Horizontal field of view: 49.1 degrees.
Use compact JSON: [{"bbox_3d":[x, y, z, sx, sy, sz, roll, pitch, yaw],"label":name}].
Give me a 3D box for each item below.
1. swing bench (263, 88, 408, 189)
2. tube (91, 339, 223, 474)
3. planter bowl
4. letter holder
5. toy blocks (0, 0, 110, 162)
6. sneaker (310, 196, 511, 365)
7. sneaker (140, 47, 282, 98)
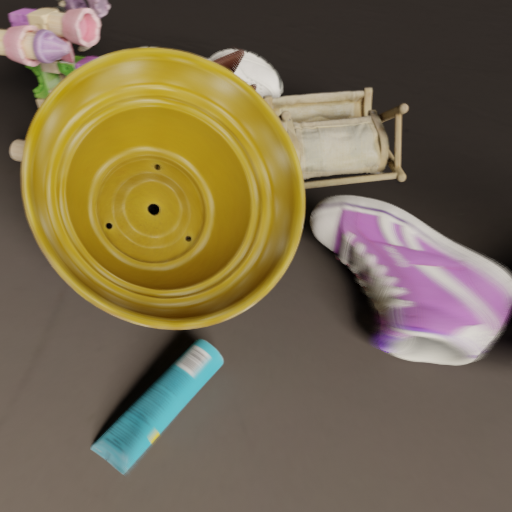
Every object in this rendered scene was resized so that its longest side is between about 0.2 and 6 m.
[{"bbox_3d":[1.235,-1.993,9.340,1.965,1.282,1.975,-6,24,-5],"label":"swing bench"},{"bbox_3d":[-1.061,1.639,6.277,0.647,0.421,1.672,7,42,47],"label":"tube"},{"bbox_3d":[-1.234,-0.769,7.507,3.551,1.479,3.551,4,79,-22],"label":"planter bowl"},{"bbox_3d":[-0.839,-2.167,9.085,2.220,1.578,1.116,-39,86,-31],"label":"letter holder"},{"bbox_3d":[-2.788,-3.043,9.611,2.301,2.555,2.734,12,43,18],"label":"toy blocks"},{"bbox_3d":[1.660,0.307,7.193,2.890,1.047,1.648,28,57,26],"label":"sneaker"},{"bbox_3d":[-1.138,-3.127,10.825,3.315,1.235,1.444,5,54,16],"label":"sneaker"}]
